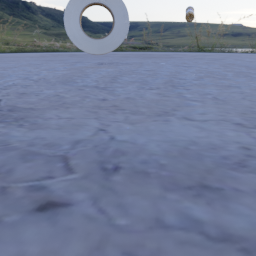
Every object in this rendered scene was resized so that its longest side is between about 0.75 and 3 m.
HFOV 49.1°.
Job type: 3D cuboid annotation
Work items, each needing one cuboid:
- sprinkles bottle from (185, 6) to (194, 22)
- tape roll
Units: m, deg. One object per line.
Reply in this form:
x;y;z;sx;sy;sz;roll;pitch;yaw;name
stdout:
2.039;-3.758;9.223;0.303;0.303;0.889;3;37;10;sprinkles bottle
-0.948;-3.265;8.632;2.017;2.017;0.368;-1;13;-5;tape roll
